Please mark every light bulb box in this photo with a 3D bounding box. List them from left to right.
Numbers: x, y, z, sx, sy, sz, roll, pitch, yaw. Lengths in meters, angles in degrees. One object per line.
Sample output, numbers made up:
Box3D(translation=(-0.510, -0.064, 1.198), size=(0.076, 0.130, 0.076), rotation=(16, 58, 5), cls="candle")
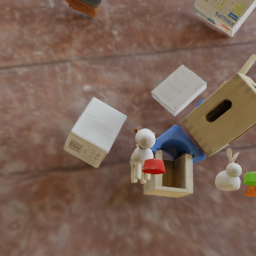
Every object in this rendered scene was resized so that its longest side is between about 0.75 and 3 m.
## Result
Box3D(translation=(2.998, -3.788, 8.345), size=(1.422, 0.895, 1.435), rotation=(41, 103, 14), cls="light bulb box")

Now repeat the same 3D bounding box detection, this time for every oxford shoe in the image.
Box3D(translation=(-1.822, -4.119, 8.771), size=(2.014, 0.718, 0.718), rotation=(33, 59, 1), cls="oxford shoe")

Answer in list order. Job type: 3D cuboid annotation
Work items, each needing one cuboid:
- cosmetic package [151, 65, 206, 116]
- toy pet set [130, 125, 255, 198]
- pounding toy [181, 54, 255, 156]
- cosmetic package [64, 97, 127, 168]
Box3D(translation=(1.384, -1.036, 7.647), size=(1.202, 0.311, 0.906), rotation=(-41, 62, -5), cls="cosmetic package")
Box3D(translation=(1.343, 0.533, 5.800), size=(2.837, 2.649, 1.507), rotation=(9, 68, -13), cls="toy pet set")
Box3D(translation=(2.438, -0.607, 6.460), size=(1.993, 1.835, 1.417), rotation=(-44, 72, 27), cls="pounding toy")
Box3D(translation=(-0.780, 0.115, 6.696), size=(0.958, 0.964, 1.152), rotation=(30, 54, -4), cls="cosmetic package")
